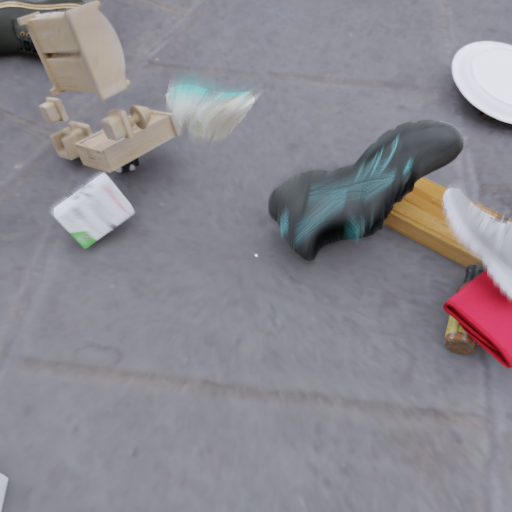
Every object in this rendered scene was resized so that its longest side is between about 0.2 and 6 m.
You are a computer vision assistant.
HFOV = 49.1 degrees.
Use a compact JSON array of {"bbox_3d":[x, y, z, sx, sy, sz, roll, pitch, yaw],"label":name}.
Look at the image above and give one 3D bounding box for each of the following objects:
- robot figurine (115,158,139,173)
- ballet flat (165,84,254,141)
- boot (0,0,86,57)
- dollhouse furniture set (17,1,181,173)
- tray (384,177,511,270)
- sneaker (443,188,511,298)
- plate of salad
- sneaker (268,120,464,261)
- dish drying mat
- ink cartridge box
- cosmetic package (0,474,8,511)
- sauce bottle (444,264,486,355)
[{"bbox_3d":[-2.367,-1.681,10.177,0.463,0.348,0.289,-16,58,-13],"label":"robot figurine"},{"bbox_3d":[-0.593,-1.876,7.375,0.734,0.734,2.044,-26,28,-17],"label":"ballet flat"},{"bbox_3d":[-4.607,-4.402,11.698,2.753,1.066,1.904,-21,63,-13],"label":"boot"},{"bbox_3d":[-2.617,-3.146,8.982,1.532,3.137,2.675,-37,38,-30],"label":"dollhouse furniture set"},{"bbox_3d":[3.296,-0.518,9.358,2.164,0.401,1.067,31,61,19],"label":"tray"},{"bbox_3d":[3.367,-0.284,7.853,0.759,0.692,1.851,-42,71,22],"label":"sneaker"},{"bbox_3d":[4.993,-3.429,11.270,2.305,0.554,2.305,4,61,-8],"label":"plate of salad"},{"bbox_3d":[1.807,-0.955,8.671,3.169,1.195,1.256,-26,56,6],"label":"sneaker"},{"bbox_3d":[4.258,0.401,8.345,3.260,0.297,1.252,-28,57,-27],"label":"dish drying mat"},{"bbox_3d":[-2.624,-0.739,9.104,1.026,0.749,0.431,-36,32,-2],"label":"ink cartridge box"},{"bbox_3d":[-3.568,2.966,6.802,0.775,0.639,0.639,-1,56,0],"label":"cosmetic package"},{"bbox_3d":[3.199,0.772,8.415,0.479,0.479,1.451,20,59,13],"label":"sauce bottle"}]
